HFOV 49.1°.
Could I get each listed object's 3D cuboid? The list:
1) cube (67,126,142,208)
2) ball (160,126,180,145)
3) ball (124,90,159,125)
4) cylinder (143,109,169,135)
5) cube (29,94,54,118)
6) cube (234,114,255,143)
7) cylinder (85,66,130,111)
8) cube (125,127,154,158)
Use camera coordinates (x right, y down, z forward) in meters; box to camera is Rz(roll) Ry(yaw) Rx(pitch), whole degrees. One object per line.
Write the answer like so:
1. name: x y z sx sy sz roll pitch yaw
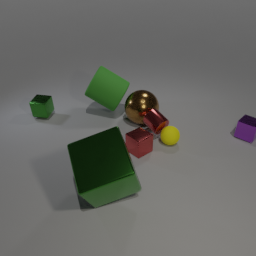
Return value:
1. cube: -0.583 1.052 7.323 1.400 1.400 1.400 -20 60 -1
2. ball: 1.520 0.272 10.116 0.700 0.700 0.700 0 30 0
3. ball: 0.556 -0.838 11.302 1.400 1.400 1.400 0 30 0
4. cylinder: 1.039 -0.239 10.334 0.700 0.700 0.700 -24 58 -35
5. cube: -3.615 -0.921 11.801 0.700 0.700 0.700 6 38 11
6. cube: 4.505 0.018 10.483 0.700 0.700 0.700 26 39 32
7. cylinder: -0.863 -1.630 11.639 1.400 1.400 1.400 30 31 -8
8. cube: 0.389 0.500 9.715 0.700 0.700 0.700 -24 38 -35
